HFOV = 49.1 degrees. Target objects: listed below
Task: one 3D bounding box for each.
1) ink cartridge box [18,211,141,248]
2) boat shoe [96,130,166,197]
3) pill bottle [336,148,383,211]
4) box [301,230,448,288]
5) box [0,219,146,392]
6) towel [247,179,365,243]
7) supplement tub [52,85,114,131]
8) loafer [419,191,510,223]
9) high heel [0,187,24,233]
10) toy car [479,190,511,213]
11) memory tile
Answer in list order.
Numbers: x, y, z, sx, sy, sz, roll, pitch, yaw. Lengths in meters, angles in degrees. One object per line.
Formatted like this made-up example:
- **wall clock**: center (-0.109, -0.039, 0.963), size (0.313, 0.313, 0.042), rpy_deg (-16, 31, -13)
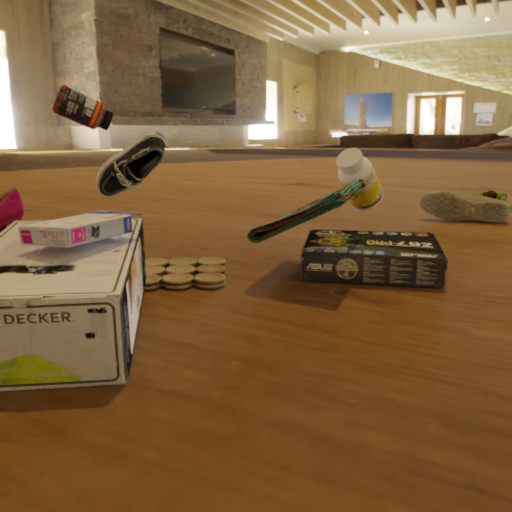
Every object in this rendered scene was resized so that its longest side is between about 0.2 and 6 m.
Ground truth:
- **ink cartridge box**: center (-1.986, -0.324, 6.484), size (0.738, 0.260, 1.237), rpy_deg (4, 16, 28)
- **boat shoe**: center (-2.300, -1.536, 10.253), size (1.788, 0.611, 0.660), rpy_deg (-30, -43, 24)
- **pill bottle**: center (1.790, -1.347, 9.785), size (0.607, 1.090, 0.607), rpy_deg (-17, 47, 19)
- **box**: center (1.853, 0.002, 9.053), size (2.147, 0.527, 1.731), rpy_deg (3, 17, 10)
- **box**: center (-2.253, 0.365, 6.402), size (1.799, 0.927, 3.085), rpy_deg (-2, 17, -8)
- **towel**: center (0.835, -0.733, 8.667), size (1.544, 0.228, 2.106), rpy_deg (-23, 5, 23)
- **supplement tub**: center (-3.194, -2.703, 10.394), size (1.031, 0.551, 0.551), rpy_deg (22, 4, -25)
- **loafer**: center (5.051, -1.183, 13.642), size (2.077, 0.726, 0.725), rpy_deg (12, 13, 15)
- **high heel**: center (-5.415, -0.661, 10.583), size (0.757, 1.079, 2.249), rpy_deg (10, 17, 37)
- **toy car**: center (5.802, -1.178, 14.143), size (0.895, 0.706, 0.735), rpy_deg (-34, 19, -12)
- **memory tile**: center (-1.417, 0.275, 8.715), size (1.912, 0.161, 1.466), rpy_deg (-1, 14, -4)
